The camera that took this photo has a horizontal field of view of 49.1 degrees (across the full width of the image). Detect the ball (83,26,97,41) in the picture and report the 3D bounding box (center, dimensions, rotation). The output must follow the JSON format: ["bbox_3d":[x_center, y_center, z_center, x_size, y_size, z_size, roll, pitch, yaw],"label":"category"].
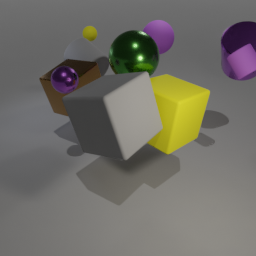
[{"bbox_3d":[-1.822,-4.510,13.396,0.700,0.700,0.700,0,29,0],"label":"ball"}]

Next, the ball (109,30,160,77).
[{"bbox_3d":[0.165,-1.956,7.713,1.400,1.400,1.400,0,29,0],"label":"ball"}]

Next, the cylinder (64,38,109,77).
[{"bbox_3d":[-1.738,-2.832,11.822,1.400,1.400,1.400,43,45,19],"label":"cylinder"}]

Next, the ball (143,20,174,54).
[{"bbox_3d":[1.269,-3.854,11.950,1.400,1.400,1.400,0,29,0],"label":"ball"}]

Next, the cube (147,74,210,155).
[{"bbox_3d":[0.993,-0.416,7.150,1.400,1.400,1.400,30,35,34],"label":"cube"}]

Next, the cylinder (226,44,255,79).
[{"bbox_3d":[3.162,-1.795,7.605,0.700,0.700,0.700,-29,-3,-1],"label":"cylinder"}]

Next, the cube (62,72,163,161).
[{"bbox_3d":[-0.308,-0.310,6.187,1.400,1.400,1.400,5,32,43],"label":"cube"}]

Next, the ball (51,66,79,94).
[{"bbox_3d":[-1.620,-1.236,7.186,0.700,0.700,0.700,0,29,0],"label":"ball"}]

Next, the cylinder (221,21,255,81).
[{"bbox_3d":[3.828,-2.521,9.299,1.400,1.400,1.400,-7,66,16],"label":"cylinder"}]

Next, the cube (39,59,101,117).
[{"bbox_3d":[-1.776,-1.318,9.344,1.400,1.400,1.400,14,46,32],"label":"cube"}]
